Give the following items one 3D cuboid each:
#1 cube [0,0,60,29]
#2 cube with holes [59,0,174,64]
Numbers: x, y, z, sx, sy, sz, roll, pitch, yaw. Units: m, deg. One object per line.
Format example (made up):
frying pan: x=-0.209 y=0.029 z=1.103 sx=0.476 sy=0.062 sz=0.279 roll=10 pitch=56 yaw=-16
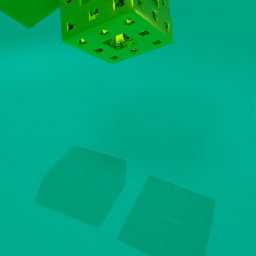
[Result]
cube: x=-1.928 y=-2.960 z=5.164 sx=1.312 sy=1.312 sz=1.312 roll=-22 pitch=65 yaw=27
cube with holes: x=-0.176 y=-1.932 z=4.417 sx=1.258 sy=1.258 sz=1.258 roll=-11 pitch=-10 yaw=31
